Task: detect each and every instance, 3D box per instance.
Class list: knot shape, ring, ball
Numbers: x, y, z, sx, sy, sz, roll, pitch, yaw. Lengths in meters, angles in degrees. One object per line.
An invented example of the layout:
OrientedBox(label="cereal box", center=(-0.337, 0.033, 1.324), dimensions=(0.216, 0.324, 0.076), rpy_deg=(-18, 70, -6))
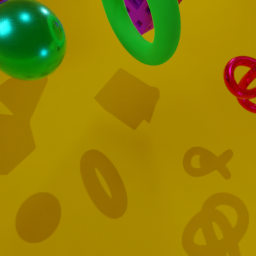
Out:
OrientedBox(label="knot shape", center=(2.644, -0.858, 5.706), dimensions=(1.368, 1.281, 0.632), rpy_deg=(-12, 27, 7))
OrientedBox(label="ring", center=(0.129, -1.810, 4.260), dimensions=(0.367, 1.837, 1.837), rpy_deg=(-32, 71, -16))
OrientedBox(label="ball", center=(-1.378, -1.184, 3.806), dimensions=(1.075, 1.075, 1.075), rpy_deg=(0, 67, 0))

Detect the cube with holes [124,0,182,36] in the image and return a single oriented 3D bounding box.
OrientedBox(label="cube with holes", center=(0.488, -3.026, 6.153), dimensions=(1.167, 1.167, 1.167), rpy_deg=(48, 51, 0))

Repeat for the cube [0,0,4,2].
OrientedBox(label="cube", center=(-2.660, -2.483, 4.938), dimensions=(1.101, 1.101, 1.101), rpy_deg=(-23, 77, 26))
